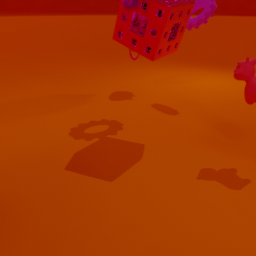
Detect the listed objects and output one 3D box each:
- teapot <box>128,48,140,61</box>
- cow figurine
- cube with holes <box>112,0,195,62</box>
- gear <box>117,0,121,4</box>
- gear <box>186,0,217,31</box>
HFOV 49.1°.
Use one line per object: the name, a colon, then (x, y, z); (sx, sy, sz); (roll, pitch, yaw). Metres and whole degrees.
teapot: (0.606, -3.633, 11.281); (0.987, 2.016, 1.254); (31, 31, 0)
cow figurine: (2.717, -0.937, 5.949); (0.576, 1.033, 1.050); (-30, 35, -2)
cube with holes: (0.602, -2.579, 6.771); (1.254, 1.254, 1.254); (34, 41, 20)
gear: (0.284, -3.594, 8.238); (1.533, 0.283, 1.533); (29, 35, -23)
gear: (2.442, -4.039, 9.829); (0.241, 1.304, 1.304); (35, -1, -39)
